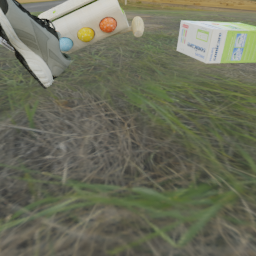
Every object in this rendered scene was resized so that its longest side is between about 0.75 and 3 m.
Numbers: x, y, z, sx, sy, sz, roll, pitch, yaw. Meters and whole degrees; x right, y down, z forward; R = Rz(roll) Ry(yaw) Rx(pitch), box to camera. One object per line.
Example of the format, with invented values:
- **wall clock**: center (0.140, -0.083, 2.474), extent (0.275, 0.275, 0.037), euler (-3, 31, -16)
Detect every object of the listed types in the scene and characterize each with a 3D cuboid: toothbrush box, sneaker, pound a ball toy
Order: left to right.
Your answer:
- **sneaker**: center (-2.079, -2.038, 5.774), extent (1.086, 2.738, 1.012), euler (-41, 59, -9)
- **pound a ball toy**: center (-1.009, -3.028, 8.733), extent (2.924, 1.906, 1.242), euler (-19, 60, 11)
- **toothbrush box**: center (2.164, -1.955, 6.319), extent (1.695, 0.730, 1.234), euler (-7, 30, -20)

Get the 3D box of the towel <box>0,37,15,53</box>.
- **towel**: center (-3.943, -3.092, 9.883), extent (0.408, 0.789, 0.953), euler (23, -5, 44)
